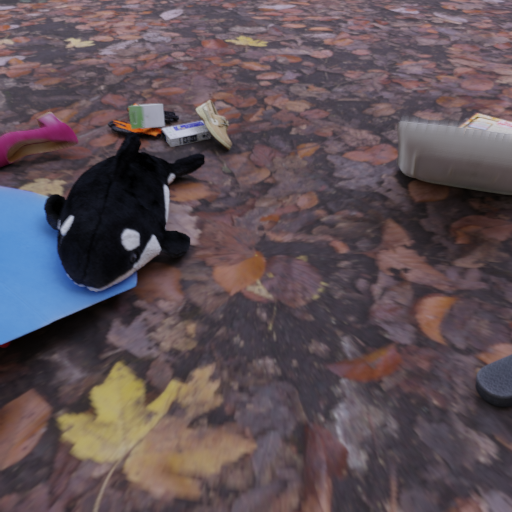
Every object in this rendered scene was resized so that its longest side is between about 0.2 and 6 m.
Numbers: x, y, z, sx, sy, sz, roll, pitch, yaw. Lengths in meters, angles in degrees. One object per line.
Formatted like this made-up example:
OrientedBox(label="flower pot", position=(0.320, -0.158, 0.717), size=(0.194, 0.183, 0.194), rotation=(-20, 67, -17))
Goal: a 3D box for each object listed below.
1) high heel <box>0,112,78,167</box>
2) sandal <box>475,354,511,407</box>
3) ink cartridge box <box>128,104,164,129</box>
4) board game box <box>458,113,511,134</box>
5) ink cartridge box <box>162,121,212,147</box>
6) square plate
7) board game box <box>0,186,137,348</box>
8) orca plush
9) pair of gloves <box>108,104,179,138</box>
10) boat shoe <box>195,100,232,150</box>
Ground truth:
OrientedBox(label="high heel", position=(-5.162, -2.404, 12.815), size=(1.002, 0.704, 2.090), rotation=(43, 64, 12))
OrientedBox(label="sandal", position=(4.087, 1.576, 7.857), size=(2.189, 0.469, 0.832), rotation=(-16, 32, -5))
OrientedBox(label="ink cartridge box", position=(-2.755, -3.410, 13.709), size=(0.315, 0.551, 1.061), rotation=(12, 22, 38))
OrientedBox(label="board game box", position=(5.492, -2.540, 12.919), size=(1.793, 0.548, 2.367), rotation=(26, 41, 29))
OrientedBox(label="ink cartridge box", position=(-1.625, -3.080, 13.994), size=(1.328, 0.260, 0.661), rotation=(-17, 41, -19))
OrientedBox(label="square plate", position=(4.229, -1.768, 10.901), size=(3.014, 0.429, 2.986), rotation=(12, -3, 15))
OrientedBox(label="board game box", position=(-4.524, 0.385, 8.737), size=(3.975, 0.980, 5.031), rotation=(31, 32, 24))
OrientedBox(label="orca plush", position=(-2.005, -1.339, 10.101), size=(2.559, 1.729, 4.864), rotation=(27, 30, 9))
OrientedBox(label="pair of gloves", position=(-2.905, -3.488, 14.553), size=(1.496, 0.208, 1.679), rotation=(15, 38, 13))
OrientedBox(label="boat shoe", position=(-0.942, -3.204, 13.613), size=(0.496, 0.550, 1.526), rotation=(-37, 60, 8))
